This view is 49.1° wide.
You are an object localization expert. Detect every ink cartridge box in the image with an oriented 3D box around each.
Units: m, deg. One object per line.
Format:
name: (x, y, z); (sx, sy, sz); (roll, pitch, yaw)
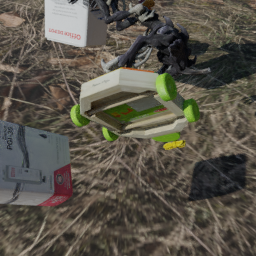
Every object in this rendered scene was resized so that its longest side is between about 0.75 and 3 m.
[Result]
ink cartridge box: (-1.294, -3.222, 7.046); (1.517, 2.072, 0.890); (21, 28, 29)
ink cartridge box: (-1.580, 0.537, 4.068); (1.419, 0.587, 1.040); (18, 51, -42)

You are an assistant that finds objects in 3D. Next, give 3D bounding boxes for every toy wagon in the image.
toy wagon: (0.223, -0.161, 4.079); (1.543, 1.989, 0.394); (-14, 61, 34)

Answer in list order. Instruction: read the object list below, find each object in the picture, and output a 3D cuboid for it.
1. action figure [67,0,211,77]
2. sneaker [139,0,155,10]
action figure: (0.220, -1.769, 5.655); (2.949, 1.505, 1.753); (47, 25, 9)
sneaker: (0.560, -4.148, 8.949); (0.533, 0.641, 1.423); (-8, 12, 1)
